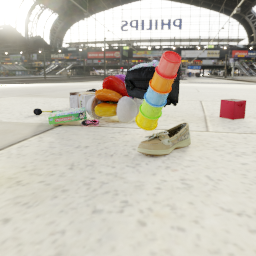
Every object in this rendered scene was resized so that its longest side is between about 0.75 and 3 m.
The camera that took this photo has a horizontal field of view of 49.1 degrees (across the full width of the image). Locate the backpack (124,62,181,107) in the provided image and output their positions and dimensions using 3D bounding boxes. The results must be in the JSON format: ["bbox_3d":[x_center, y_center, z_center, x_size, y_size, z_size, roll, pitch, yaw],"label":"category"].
[{"bbox_3d":[1.051,-1.954,12.098,2.354,1.965,1.490,3,13,12],"label":"backpack"}]

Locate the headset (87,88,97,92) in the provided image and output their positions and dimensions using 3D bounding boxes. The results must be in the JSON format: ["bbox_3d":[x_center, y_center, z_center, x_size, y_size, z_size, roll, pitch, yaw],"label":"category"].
[{"bbox_3d":[-2.845,-2.818,22.036,2.701,1.269,1.668,-10,11,8],"label":"headset"}]

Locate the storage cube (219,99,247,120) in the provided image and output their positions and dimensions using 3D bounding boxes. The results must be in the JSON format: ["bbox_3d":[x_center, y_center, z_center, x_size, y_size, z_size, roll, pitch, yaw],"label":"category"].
[{"bbox_3d":[5.157,-0.935,13.792,0.875,0.920,1.024,-7,14,-30],"label":"storage cube"}]

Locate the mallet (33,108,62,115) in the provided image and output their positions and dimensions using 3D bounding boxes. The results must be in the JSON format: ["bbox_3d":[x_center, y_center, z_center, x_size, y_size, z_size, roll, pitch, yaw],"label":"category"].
[{"bbox_3d":[-4.286,-0.899,15.264,1.757,0.362,0.579,-4,8,-44],"label":"mallet"}]

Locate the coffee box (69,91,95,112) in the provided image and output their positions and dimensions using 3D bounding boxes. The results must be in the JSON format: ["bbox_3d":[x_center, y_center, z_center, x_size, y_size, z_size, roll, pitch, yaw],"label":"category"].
[{"bbox_3d":[-2.498,-1.660,17.118,1.405,0.979,2.456,-8,14,-33],"label":"coffee box"}]

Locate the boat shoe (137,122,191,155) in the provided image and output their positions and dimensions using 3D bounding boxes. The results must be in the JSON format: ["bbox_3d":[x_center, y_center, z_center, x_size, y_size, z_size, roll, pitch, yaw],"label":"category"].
[{"bbox_3d":[1.091,0.307,8.306,0.815,0.697,2.224,10,15,41],"label":"boat shoe"}]

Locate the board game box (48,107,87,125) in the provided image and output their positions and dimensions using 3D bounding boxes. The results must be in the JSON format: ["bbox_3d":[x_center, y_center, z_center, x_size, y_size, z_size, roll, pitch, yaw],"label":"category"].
[{"bbox_3d":[-2.706,-0.590,12.802,1.594,0.345,2.369,-10,11,-7],"label":"board game box"}]

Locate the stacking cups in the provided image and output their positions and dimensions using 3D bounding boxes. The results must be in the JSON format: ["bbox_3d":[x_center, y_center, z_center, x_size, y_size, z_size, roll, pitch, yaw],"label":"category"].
[{"bbox_3d":[0.977,-1.101,9.163,0.882,2.916,0.882,8,50,-9],"label":"stacking cups"}]

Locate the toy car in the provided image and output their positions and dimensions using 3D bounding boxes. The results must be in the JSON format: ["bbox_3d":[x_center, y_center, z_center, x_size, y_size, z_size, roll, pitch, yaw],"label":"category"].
[{"bbox_3d":[-0.473,-1.474,13.371,2.499,2.141,2.855,6,13,31],"label":"toy car"}]

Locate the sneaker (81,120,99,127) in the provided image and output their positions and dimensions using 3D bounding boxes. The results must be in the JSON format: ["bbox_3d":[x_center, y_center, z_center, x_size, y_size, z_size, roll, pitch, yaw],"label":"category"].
[{"bbox_3d":[-1.574,-0.247,11.723,0.784,0.310,0.374,-4,-13,-13],"label":"sneaker"}]
